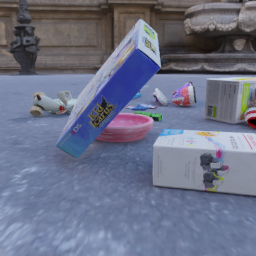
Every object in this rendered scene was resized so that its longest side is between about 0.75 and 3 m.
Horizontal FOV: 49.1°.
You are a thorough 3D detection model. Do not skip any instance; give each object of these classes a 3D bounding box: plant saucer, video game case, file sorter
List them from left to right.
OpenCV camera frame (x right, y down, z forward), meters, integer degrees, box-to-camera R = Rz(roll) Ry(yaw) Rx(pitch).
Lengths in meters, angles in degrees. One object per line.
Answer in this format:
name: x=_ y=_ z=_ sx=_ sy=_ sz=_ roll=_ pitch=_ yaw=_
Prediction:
video game case: x=-0.373 y=-0.910 z=5.990 sx=0.583 sy=2.564 sz=2.324 roll=36 pitch=28 yaw=-16
file sorter: x=-0.525 y=-2.395 z=15.361 sx=1.765 sy=1.560 sz=2.544 roll=5 pitch=15 yaw=23
plant saucer: x=-0.252 y=-0.021 z=7.620 sx=1.887 sy=0.478 sz=1.887 roll=-1 pitch=14 yaw=0

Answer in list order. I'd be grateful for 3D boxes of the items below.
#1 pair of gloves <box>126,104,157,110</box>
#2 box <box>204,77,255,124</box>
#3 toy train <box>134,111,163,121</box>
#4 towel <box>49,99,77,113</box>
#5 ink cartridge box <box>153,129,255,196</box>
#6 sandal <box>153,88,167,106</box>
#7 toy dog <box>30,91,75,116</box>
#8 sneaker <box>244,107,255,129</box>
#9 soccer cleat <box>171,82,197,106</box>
pair of gloves: x=0.617 y=-0.923 z=12.184 sx=1.026 sy=0.145 sz=1.276 roll=13 pitch=19 yaw=42
box: x=4.060 y=-1.070 z=9.987 sx=2.542 sy=1.430 sz=1.288 roll=-8 pitch=16 yaw=-35
toy train: x=0.664 y=-0.410 z=9.841 sx=1.166 sy=0.243 sz=0.329 roll=8 pitch=26 yaw=33
towel: x=-2.644 y=-0.963 z=11.769 sx=1.458 sy=0.410 sz=1.703 roll=-6 pitch=15 yaw=-22
ink cartridge box: x=1.570 y=0.524 z=4.754 sx=2.143 sy=0.727 sz=1.234 roll=3 pitch=14 yaw=13
sandal: x=1.491 y=-1.468 z=13.617 sx=0.498 sy=0.824 sz=2.025 roll=-39 pitch=7 yaw=13
toy dog: x=-2.756 y=-0.951 z=10.384 sx=1.785 sy=1.177 sz=0.860 roll=-14 pitch=-19 yaw=-23
sneaker: x=4.475 y=-0.205 z=8.388 sx=1.817 sy=0.712 sz=1.050 roll=-5 pitch=21 yaw=23
soccer cleat: x=2.668 y=-1.643 z=13.600 sx=1.086 sy=1.012 sz=2.967 roll=-8 pitch=12 yaw=11
